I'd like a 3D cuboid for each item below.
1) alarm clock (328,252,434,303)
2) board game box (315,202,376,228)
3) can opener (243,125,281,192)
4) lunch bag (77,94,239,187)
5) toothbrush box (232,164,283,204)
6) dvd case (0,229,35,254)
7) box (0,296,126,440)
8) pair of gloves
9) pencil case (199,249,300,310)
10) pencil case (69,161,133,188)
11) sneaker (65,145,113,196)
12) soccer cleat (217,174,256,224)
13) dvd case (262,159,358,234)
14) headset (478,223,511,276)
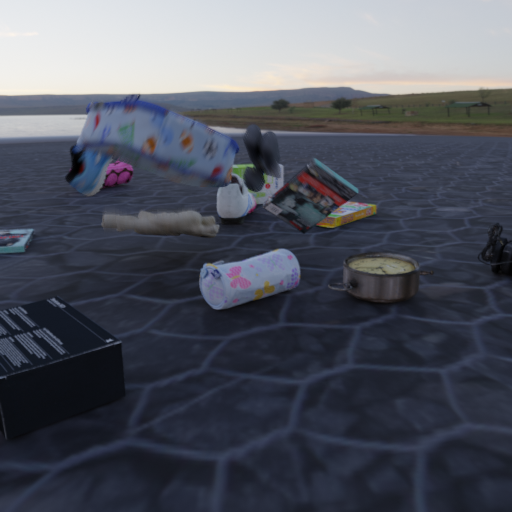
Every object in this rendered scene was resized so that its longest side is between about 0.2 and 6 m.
[{"bbox_3d":[1.880,0.388,9.042,1.808,0.602,1.220,-9,18,-34],"label":"alarm clock"},{"bbox_3d":[2.147,-1.115,14.875,1.109,0.348,2.322,12,22,38],"label":"board game box"},{"bbox_3d":[0.065,-1.403,8.661,0.510,0.640,1.913,24,-3,7],"label":"can opener"},{"bbox_3d":[-1.903,-2.123,10.684,2.239,1.056,2.794,13,-3,45],"label":"lunch bag"},{"bbox_3d":[-0.002,-2.183,17.027,1.572,1.145,0.677,-4,16,-13],"label":"toothbrush box"},{"bbox_3d":[-5.583,-0.326,12.305,1.166,0.176,1.598,-4,16,-12],"label":"dvd case"},{"bbox_3d":[-2.447,1.129,6.230,1.284,0.718,1.820,-16,22,-36],"label":"box"},{"bbox_3d":[-1.775,-0.641,10.798,2.103,0.434,2.473,3,0,-5],"label":"pair of gloves"},{"bbox_3d":[-0.087,0.347,8.964,1.672,0.695,0.759,-11,44,-37],"label":"pencil case"},{"bbox_3d":[-5.355,-2.866,19.629,1.027,1.060,2.262,47,35,12],"label":"pencil case"},{"bbox_3d":[-3.653,-2.354,12.511,0.764,1.949,0.877,17,-4,36],"label":"sneaker"},{"bbox_3d":[-0.499,-1.674,15.149,0.970,1.199,2.778,1,15,2],"label":"soccer cleat"},{"bbox_3d":[1.113,-1.208,11.790,1.227,1.681,0.185,30,43,-24],"label":"dvd case"},{"bbox_3d":[4.721,-0.045,9.906,2.032,0.955,1.255,4,11,-30],"label":"headset"}]
